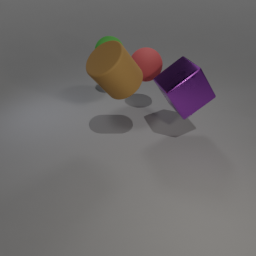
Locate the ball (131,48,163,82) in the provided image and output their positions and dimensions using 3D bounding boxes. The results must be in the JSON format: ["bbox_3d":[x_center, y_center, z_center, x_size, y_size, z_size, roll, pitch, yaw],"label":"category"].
[{"bbox_3d":[0.751,-2.661,11.791,1.400,1.400,1.400,0,32,0],"label":"ball"}]

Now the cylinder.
[{"bbox_3d":[-0.426,-1.870,9.190,1.400,1.400,1.400,-16,56,25],"label":"cylinder"}]

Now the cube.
[{"bbox_3d":[2.007,-1.455,10.091,1.400,1.400,1.400,-37,34,6],"label":"cube"}]

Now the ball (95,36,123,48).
[{"bbox_3d":[-0.866,-3.573,13.100,1.400,1.400,1.400,0,32,0],"label":"ball"}]
